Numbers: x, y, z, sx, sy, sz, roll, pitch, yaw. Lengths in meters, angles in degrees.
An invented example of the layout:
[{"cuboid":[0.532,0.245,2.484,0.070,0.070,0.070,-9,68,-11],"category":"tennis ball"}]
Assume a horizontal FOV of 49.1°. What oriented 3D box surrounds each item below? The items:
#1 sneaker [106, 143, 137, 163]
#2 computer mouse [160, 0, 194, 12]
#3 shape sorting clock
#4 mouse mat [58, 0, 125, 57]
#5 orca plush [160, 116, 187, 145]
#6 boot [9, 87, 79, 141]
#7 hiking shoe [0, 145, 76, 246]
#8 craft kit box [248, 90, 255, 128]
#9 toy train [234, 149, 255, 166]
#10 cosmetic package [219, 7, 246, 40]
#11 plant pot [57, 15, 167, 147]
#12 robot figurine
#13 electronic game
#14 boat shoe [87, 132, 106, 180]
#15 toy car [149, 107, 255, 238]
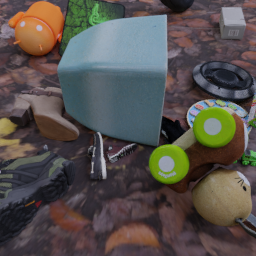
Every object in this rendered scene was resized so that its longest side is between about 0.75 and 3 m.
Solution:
[{"cuboid":[-0.214,0.537,7.548,0.869,0.329,0.502,-26,49,-21],"category":"sneaker"},{"cuboid":[1.937,-6.018,12.912,2.632,1.823,0.694,13,79,-33],"category":"computer mouse"},{"cuboid":[2.687,-0.273,8.278,1.860,0.365,1.860,0,46,0],"category":"shape sorting clock"},{"cuboid":[-1.334,-3.833,10.844,2.307,0.108,2.866,7,72,-6],"category":"mouse mat"},{"cuboid":[1.334,-0.067,7.808,0.877,0.593,1.667,-6,47,-26],"category":"orca plush"},{"cuboid":[-2.265,-0.567,8.320,2.323,0.816,1.698,17,41,6],"category":"boot"},{"cuboid":[-2.649,1.463,6.300,1.469,1.105,2.919,27,43,34],"category":"hiking shoe"},{"cuboid":[4.169,-1.056,7.504,0.443,1.804,1.827,34,60,-12],"category":"craft kit box"},{"cuboid":[3.153,0.758,7.265,1.484,0.419,0.310,8,47,8],"category":"toy train"},{"cuboid":[4.465,-4.525,12.065,0.896,0.757,1.678,3,49,8],"category":"cosmetic package"},{"cuboid":[-0.373,-1.358,7.748,2.695,2.638,2.645,4,47,4],"category":"plant pot"},{"cuboid":[-3.366,-3.853,10.868,1.527,1.883,2.618,-20,40,32],"category":"robot figurine"},{"cuboid":[3.262,-1.627,9.484,2.189,0.456,2.189,4,43,-4],"category":"electronic game"},{"cuboid":[-0.845,0.709,7.275,0.425,0.521,1.410,-4,55,-10],"category":"boat shoe"},{"cuboid":[2.035,1.127,5.735,2.111,2.198,2.676,-42,75,14],"category":"toy car"}]
